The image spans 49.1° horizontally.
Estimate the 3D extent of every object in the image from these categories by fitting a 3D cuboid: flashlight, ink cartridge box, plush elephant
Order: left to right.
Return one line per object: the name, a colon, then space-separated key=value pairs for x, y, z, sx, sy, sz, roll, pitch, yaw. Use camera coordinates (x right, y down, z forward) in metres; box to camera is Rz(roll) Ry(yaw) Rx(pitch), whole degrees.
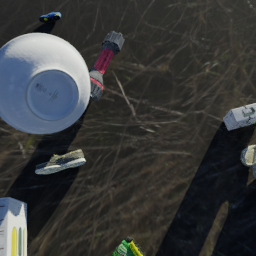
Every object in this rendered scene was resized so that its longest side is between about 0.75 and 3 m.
flashlight: x=-0.915 y=-2.258 z=10.032 sx=0.915 sy=0.919 sz=2.704 roll=19 pitch=71 yaw=18
ink cartridge box: x=3.903 y=-0.382 z=9.354 sx=1.149 sy=0.838 sz=0.483 roll=-15 pitch=70 yaw=-5
plush elephant: x=4.466 y=0.994 z=8.363 sx=1.863 sy=2.406 sz=1.982 roll=-43 pitch=59 yaw=7

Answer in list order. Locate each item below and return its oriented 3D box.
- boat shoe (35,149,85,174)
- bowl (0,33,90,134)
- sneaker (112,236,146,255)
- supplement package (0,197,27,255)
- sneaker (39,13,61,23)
boat shoe: x=-2.175 y=1.083 z=8.935 sx=1.573 sy=0.562 sz=0.470 roll=-13 pitch=69 yaw=-12
bowl: x=-2.239 y=-1.047 z=7.817 sx=2.999 sy=2.999 sz=1.348 roll=-37 pitch=33 yaw=-14
sneaker: x=0.363 y=4.090 z=7.685 sx=0.888 sy=0.813 sz=2.084 roll=-38 pitch=64 yaw=-6
supplement package: x=-3.705 y=3.048 z=7.628 sx=1.469 sy=1.480 sz=1.950 roll=-7 pitch=68 yaw=-3
sneaker: x=-3.148 y=-4.476 z=11.310 sx=0.891 sy=0.294 sz=0.349 roll=-11 pitch=50 yaw=-2
